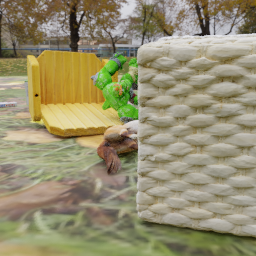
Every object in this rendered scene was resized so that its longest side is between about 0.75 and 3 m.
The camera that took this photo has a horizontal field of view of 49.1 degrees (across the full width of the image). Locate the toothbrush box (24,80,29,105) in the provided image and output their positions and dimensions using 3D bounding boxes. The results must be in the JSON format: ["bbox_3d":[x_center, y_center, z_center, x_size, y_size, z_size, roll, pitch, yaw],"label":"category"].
[{"bbox_3d":[-2.862,-1.634,12.291,1.879,1.111,2.580,7,14,31],"label":"toothbrush box"}]

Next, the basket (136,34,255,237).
[{"bbox_3d":[1.407,-0.065,3.941,2.492,2.470,2.004,4,16,17],"label":"basket"}]

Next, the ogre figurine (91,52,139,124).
[{"bbox_3d":[-0.025,-1.110,8.733,1.563,2.607,1.279,-31,9,-32],"label":"ogre figurine"}]

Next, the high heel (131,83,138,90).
[{"bbox_3d":[1.102,-1.345,11.492,2.562,0.915,1.826,38,38,27],"label":"high heel"}]

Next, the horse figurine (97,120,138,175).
[{"bbox_3d":[0.343,0.191,6.412,2.922,0.729,1.936,-19,10,-39],"label":"horse figurine"}]

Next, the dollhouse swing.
[{"bbox_3d":[-1.506,-1.249,9.003,2.947,2.678,2.590,-3,6,-26],"label":"dollhouse swing"}]

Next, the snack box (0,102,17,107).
[{"bbox_3d":[-6.133,-1.078,13.229,1.556,0.189,0.559,-11,17,-39],"label":"snack box"}]
